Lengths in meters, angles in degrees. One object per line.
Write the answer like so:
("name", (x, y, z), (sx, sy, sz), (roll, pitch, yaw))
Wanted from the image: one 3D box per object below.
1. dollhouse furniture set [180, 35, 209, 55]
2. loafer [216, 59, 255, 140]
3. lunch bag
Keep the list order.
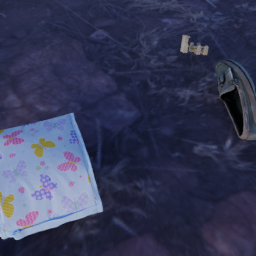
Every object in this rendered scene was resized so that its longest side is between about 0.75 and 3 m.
("dollhouse furniture set", (2.403, -3.019, 10.134), (0.863, 0.573, 0.757), (1, 25, -9))
("loafer", (3.168, -0.917, 8.214), (0.892, 1.019, 2.836), (-9, 58, -13))
("lunch bag", (-1.866, 1.108, 6.289), (2.088, 1.565, 2.462), (-16, 48, -14))
